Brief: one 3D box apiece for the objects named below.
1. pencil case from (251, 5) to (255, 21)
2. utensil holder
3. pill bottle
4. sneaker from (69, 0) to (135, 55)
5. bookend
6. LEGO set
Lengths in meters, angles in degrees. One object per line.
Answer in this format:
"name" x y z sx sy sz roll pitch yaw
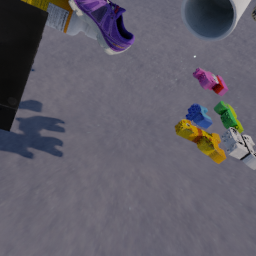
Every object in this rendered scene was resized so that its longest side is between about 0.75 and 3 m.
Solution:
"pencil case" 3.638 -3.368 6.738 1.688 0.657 0.755 -62 20 -8
"utensil holder" 1.888 -2.623 5.711 1.139 1.139 1.340 24 57 25
"pill bottle" -1.964 -3.665 8.232 2.664 1.479 1.479 20 38 -16
"sneaker" -0.650 -3.172 7.411 1.040 2.493 1.005 -14 40 38
"bookend" -2.603 -0.897 5.521 1.101 2.391 2.375 18 55 -21
"LEGO set" 1.528 -0.186 5.640 1.058 0.983 2.578 22 38 -22
